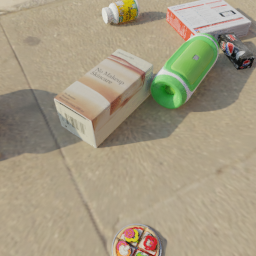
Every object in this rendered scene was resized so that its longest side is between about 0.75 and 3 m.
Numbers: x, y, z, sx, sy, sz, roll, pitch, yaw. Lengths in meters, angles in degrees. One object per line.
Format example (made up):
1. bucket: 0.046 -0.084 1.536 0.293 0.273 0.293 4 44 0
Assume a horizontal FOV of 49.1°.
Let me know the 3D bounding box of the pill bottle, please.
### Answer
1. pill bottle: -0.291 -4.635 11.180 1.392 0.785 0.785 -20 53 -16

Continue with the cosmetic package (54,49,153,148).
1. cosmetic package: -0.569 -0.916 7.841 1.374 1.159 2.658 29 56 22

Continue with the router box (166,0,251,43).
1. router box: 3.072 -4.160 10.899 2.428 0.593 2.179 -17 52 -14

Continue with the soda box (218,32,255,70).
1. soda box: 3.743 -2.706 9.770 0.542 0.485 1.530 -11 51 -9

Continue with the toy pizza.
1. toy pizza: 0.177 2.436 5.708 1.016 0.161 1.016 0 50 0

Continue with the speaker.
1. speaker: 1.805 -1.812 8.583 1.219 1.219 2.755 27 55 20
